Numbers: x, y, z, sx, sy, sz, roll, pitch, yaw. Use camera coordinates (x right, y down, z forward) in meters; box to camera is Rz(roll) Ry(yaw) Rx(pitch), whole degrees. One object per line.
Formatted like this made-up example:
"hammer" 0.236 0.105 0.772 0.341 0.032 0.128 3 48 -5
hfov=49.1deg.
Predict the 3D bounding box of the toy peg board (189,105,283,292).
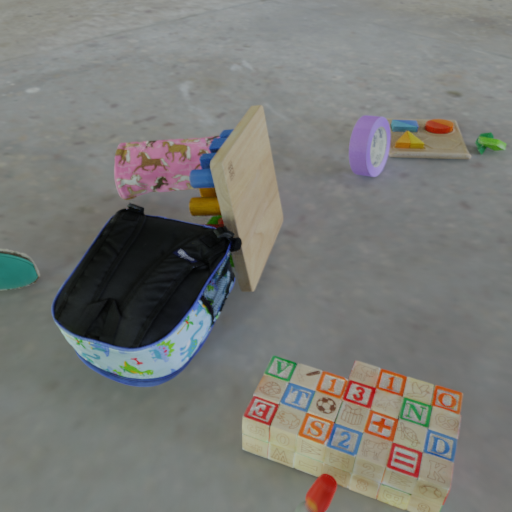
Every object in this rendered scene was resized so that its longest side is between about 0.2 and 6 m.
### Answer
"toy peg board" -0.431 -0.858 8.225 0.990 2.015 2.024 -1 34 18

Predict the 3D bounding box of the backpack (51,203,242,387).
"backpack" -1.322 0.593 6.881 1.806 1.450 1.973 15 49 18

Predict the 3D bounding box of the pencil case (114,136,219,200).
"pencil case" -1.179 -1.514 9.530 2.380 0.985 1.030 -5 11 3

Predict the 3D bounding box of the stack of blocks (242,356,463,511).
"stack of blocks" 1.035 1.788 6.051 2.099 0.615 1.208 14 40 16

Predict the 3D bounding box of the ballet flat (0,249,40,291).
"ballet flat" -4.112 0.158 8.047 1.860 0.668 0.668 -2 37 -20

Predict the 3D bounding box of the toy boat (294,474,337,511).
"toy boat" 0.545 2.443 4.637 1.067 0.590 1.269 21 19 -7

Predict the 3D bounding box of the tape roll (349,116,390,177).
"tape roll" 2.141 -2.058 10.514 0.364 1.109 1.109 13 39 32

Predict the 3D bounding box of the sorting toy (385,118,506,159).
"sorting toy" 3.919 -2.543 11.781 2.373 0.349 1.754 2 38 3
